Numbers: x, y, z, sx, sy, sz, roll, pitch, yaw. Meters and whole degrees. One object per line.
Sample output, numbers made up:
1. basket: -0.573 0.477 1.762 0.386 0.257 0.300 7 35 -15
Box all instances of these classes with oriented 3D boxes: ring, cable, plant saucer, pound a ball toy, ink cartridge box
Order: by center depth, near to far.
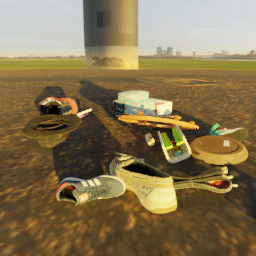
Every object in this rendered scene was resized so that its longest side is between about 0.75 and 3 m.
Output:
1. cable: 1.547 1.256 6.174 1.721 0.433 0.836 -13 33 -2
2. plant saucer: 2.575 0.578 8.078 1.668 0.246 1.668 -2 20 1
3. pound a ball toy: 1.140 0.520 8.200 1.100 0.717 1.687 -24 13 6
4. ring: 1.051 -0.250 9.763 2.783 0.267 2.783 9 -4 1
5. ink cartridge box: 1.276 -1.037 13.748 1.042 0.607 1.439 -12 19 -38

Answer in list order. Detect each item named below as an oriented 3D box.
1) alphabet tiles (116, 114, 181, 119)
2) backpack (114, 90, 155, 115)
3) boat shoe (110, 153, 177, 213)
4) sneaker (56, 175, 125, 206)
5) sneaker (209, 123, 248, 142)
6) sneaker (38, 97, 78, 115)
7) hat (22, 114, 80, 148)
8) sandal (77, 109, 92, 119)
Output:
1. alphabet tiles: 0.910 -0.428 10.884 1.784 0.081 2.135 1 -1 43
2. backpack: 0.381 -1.029 12.645 1.541 1.307 1.736 -13 25 -39
3. boat shoe: 0.286 0.982 6.075 0.849 0.726 2.317 -8 17 -28
4. sneaker: -0.752 1.275 5.522 1.379 0.517 0.583 -6 15 11
5. sneaker: 3.316 0.160 9.521 1.361 0.569 0.822 -8 27 -24
6. sneaker: -3.448 -0.884 12.696 2.400 0.848 1.172 5 23 35
7. hat: -2.381 0.178 9.010 1.959 0.790 1.959 -4 22 2
8. sandal: -2.151 -0.544 12.612 1.237 0.304 0.503 -27 13 -34
